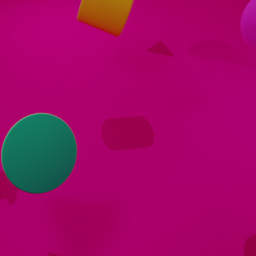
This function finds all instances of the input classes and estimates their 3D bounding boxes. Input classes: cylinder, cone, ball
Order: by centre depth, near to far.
[{"bbox_3d":[1.831,-1.337,3.515,0.779,0.779,0.779,0,47,0],"label":"ball"},{"bbox_3d":[-1.419,0.315,3.899,1.019,1.015,1.015,1,37,46],"label":"cone"},{"bbox_3d":[-0.475,-2.557,5.907,0.954,0.954,0.954,18,46,-14],"label":"cylinder"}]
